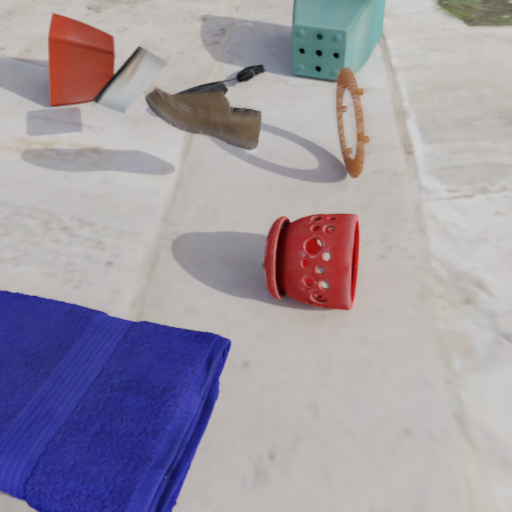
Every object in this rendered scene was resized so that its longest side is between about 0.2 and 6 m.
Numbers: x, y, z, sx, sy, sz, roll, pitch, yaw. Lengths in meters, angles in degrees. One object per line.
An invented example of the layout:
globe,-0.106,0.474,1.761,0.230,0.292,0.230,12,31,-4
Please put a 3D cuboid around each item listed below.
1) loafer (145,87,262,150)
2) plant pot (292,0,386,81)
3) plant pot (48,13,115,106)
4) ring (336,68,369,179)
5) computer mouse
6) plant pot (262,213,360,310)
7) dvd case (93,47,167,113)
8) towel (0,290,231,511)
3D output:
loafer,-0.727,-2.186,8.364,1.910,0.678,0.697,10,28,-34
plant pot,1.820,-5.528,13.281,1.986,1.985,2.810,14,52,15
plant pot,-3.776,-4.212,12.202,1.329,1.508,1.506,1,41,-17
ring,1.649,-2.263,9.610,0.178,1.860,1.860,-9,42,-1
computer mouse,-0.731,-3.633,12.289,0.888,0.516,3.030,6,32,41
plant pot,0.773,0.051,7.559,1.175,1.290,1.290,4,41,17
dvd case,-2.176,-3.025,9.724,0.108,1.229,0.877,51,17,11
towel,-2.198,1.598,6.233,3.408,0.844,2.517,11,37,12
